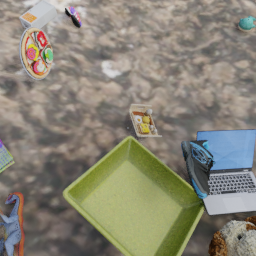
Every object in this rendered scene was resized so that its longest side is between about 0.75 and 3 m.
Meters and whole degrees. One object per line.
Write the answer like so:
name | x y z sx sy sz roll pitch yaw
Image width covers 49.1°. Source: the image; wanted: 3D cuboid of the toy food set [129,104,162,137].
toy food set | 0.548 -0.212 8.461 0.796 0.335 1.109 1 60 -34

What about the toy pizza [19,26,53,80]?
toy pizza | -2.969 -2.484 9.354 0.273 1.722 1.722 4 61 18

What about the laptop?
laptop | 2.876 1.160 7.633 1.851 1.145 1.976 -2 48 -11

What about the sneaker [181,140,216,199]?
sneaker | 1.785 0.886 6.837 0.744 0.665 1.817 -12 38 9

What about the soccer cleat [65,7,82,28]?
soccer cleat | -2.116 -4.509 11.305 0.431 0.402 1.178 -27 64 -23

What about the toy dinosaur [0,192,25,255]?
toy dinosaur | -3.076 2.667 7.452 1.950 1.024 1.769 43 46 -22

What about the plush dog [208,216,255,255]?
plush dog | 3.107 3.147 6.672 2.469 1.981 2.121 -11 43 -29

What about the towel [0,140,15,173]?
towel | -4.661 0.593 8.355 1.592 0.252 2.217 -36 81 -19

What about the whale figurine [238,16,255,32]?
whale figurine | 4.762 -4.202 11.090 0.676 0.441 0.850 38 68 18

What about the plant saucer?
plant saucer | 0.250 1.917 7.066 2.883 0.690 2.879 40 42 11

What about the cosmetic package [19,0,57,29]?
cosmetic package | -3.572 -4.474 11.220 0.677 0.476 1.335 33 66 16
